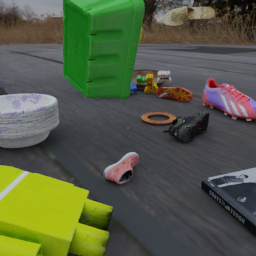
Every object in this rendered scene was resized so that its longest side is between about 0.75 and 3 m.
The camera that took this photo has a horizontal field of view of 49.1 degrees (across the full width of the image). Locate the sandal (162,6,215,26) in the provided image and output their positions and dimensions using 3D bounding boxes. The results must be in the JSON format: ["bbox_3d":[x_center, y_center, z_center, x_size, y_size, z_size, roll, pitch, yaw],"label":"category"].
[{"bbox_3d":[2.061,-3.938,9.524,1.777,0.652,0.585,-3,-8,6],"label":"sandal"}]

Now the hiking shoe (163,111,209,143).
[{"bbox_3d":[1.784,-0.165,8.288,0.879,0.661,1.746,19,28,34],"label":"hiking shoe"}]

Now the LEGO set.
[{"bbox_3d":[0.713,-2.234,12.823,2.680,1.100,1.022,0,58,1],"label":"LEGO set"}]

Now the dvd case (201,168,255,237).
[{"bbox_3d":[2.661,1.213,5.202,2.050,0.254,1.541,-7,21,-19],"label":"dvd case"}]

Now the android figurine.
[{"bbox_3d":[-1.452,1.170,4.013,2.457,0.505,2.236,16,11,-4],"label":"android figurine"}]

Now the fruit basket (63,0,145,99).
[{"bbox_3d":[-0.321,-2.275,7.193,2.793,2.793,2.014,-17,47,-39],"label":"fruit basket"}]

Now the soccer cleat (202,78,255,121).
[{"bbox_3d":[3.728,-1.044,10.056,0.936,1.073,2.806,-9,22,-23],"label":"soccer cleat"}]

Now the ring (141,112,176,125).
[{"bbox_3d":[1.035,-0.319,9.507,1.181,0.113,1.181,-1,20,0],"label":"ring"}]

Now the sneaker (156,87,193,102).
[{"bbox_3d":[2.040,-1.512,12.028,1.672,0.610,0.645,18,18,34],"label":"sneaker"}]

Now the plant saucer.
[{"bbox_3d":[0.848,-2.486,14.476,2.361,0.432,2.361,0,29,0],"label":"plant saucer"}]

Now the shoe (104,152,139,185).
[{"bbox_3d":[-0.010,0.872,6.009,0.460,0.361,1.011,20,33,39],"label":"shoe"}]

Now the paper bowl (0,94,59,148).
[{"bbox_3d":[-3.014,-0.207,7.728,2.167,1.127,2.167,0,21,0],"label":"paper bowl"}]
